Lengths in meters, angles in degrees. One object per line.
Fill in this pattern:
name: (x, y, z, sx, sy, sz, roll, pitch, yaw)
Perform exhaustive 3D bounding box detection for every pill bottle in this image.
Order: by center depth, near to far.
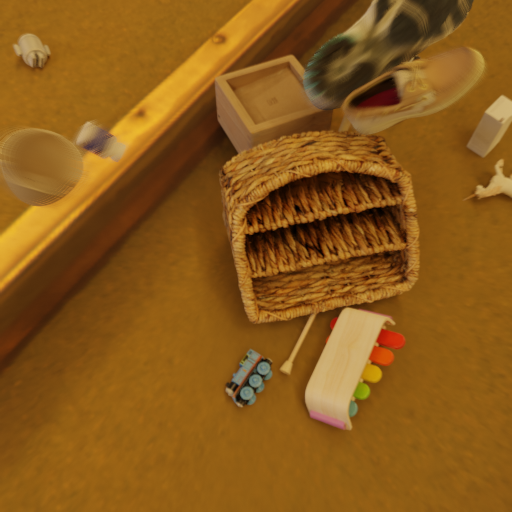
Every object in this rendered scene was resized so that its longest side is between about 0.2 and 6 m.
pill bottle: (-2.742, -1.997, 9.950, 0.762, 0.456, 0.456, 26, 59, -25)

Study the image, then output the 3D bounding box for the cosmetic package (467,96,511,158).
cosmetic package: (5.020, -2.728, 11.902, 0.475, 1.170, 0.660, 40, 68, 20)

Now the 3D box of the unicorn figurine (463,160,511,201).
unicorn figurine: (5.096, -1.483, 11.599, 1.352, 0.499, 0.928, 15, 64, 7)

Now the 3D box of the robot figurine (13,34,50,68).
robot figurine: (-5.386, -4.945, 13.480, 0.808, 0.538, 0.953, -11, 58, -35)

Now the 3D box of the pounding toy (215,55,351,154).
pounding toy: (0.937, -2.672, 11.705, 2.617, 1.363, 2.979, -21, 59, -14)

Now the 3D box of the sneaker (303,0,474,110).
sneaker: (2.254, -3.883, 10.146, 3.415, 1.474, 1.325, -34, 91, 1)

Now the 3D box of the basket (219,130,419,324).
basket: (1.142, -0.610, 9.910, 3.285, 2.345, 2.447, -10, 52, -6)

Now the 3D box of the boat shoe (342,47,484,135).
boat shoe: (2.390, -2.610, 8.774, 2.209, 0.733, 0.817, -24, 64, 31)

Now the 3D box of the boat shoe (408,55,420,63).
boat shoe: (3.454, -4.562, 13.167, 2.113, 0.716, 0.758, 36, 67, 18)

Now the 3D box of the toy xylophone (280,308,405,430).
toy xylophone: (1.447, 1.755, 9.700, 1.638, 0.562, 2.237, 21, 67, 39)

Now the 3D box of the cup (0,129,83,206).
cup: (-2.799, -1.029, 7.224, 0.972, 0.695, 0.972, 15, 54, -22)

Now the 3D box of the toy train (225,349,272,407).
toy train: (-0.128, 2.127, 9.694, 0.556, 0.422, 0.973, 27, 66, 24)
